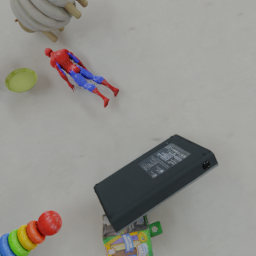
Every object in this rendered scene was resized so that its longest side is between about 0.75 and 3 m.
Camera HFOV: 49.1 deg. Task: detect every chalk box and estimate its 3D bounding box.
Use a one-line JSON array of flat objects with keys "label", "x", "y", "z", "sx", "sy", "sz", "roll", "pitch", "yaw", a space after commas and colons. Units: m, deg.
[{"label": "chalk box", "x": 0.126, "y": 2.519, "z": 6.616, "sx": 1.366, "sy": 0.850, "sz": 0.845, "roll": -8, "pitch": 110, "yaw": -2}]

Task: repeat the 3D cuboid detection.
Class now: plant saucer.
[{"label": "plant saucer", "x": -3.058, "y": -1.349, "z": 8.071, "sx": 0.915, "sy": 0.142, "sz": 0.915, "roll": 0, "pitch": 59, "yaw": 0}]

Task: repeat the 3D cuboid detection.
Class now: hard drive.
[{"label": "hard drive", "x": 0.526, "y": 1.166, "z": 6.721, "sx": 2.661, "sy": 1.857, "sz": 0.438, "roll": -31, "pitch": 109, "yaw": -9}]

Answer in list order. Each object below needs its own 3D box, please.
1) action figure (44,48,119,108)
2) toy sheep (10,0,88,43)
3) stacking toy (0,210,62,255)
[{"label": "action figure", "x": -1.458, "y": -1.568, "z": 8.200, "sx": 2.493, "sy": 0.644, "sz": 0.815, "roll": 38, "pitch": 67, "yaw": 4}, {"label": "toy sheep", "x": -2.280, "y": -3.673, "z": 7.972, "sx": 2.789, "sy": 1.923, "sz": 1.923, "roll": -30, "pitch": 68, "yaw": 35}, {"label": "stacking toy", "x": -2.416, "y": 2.543, "z": 6.333, "sx": 2.028, "sy": 0.866, "sz": 0.866, "roll": -35, "pitch": 75, "yaw": -2}]
